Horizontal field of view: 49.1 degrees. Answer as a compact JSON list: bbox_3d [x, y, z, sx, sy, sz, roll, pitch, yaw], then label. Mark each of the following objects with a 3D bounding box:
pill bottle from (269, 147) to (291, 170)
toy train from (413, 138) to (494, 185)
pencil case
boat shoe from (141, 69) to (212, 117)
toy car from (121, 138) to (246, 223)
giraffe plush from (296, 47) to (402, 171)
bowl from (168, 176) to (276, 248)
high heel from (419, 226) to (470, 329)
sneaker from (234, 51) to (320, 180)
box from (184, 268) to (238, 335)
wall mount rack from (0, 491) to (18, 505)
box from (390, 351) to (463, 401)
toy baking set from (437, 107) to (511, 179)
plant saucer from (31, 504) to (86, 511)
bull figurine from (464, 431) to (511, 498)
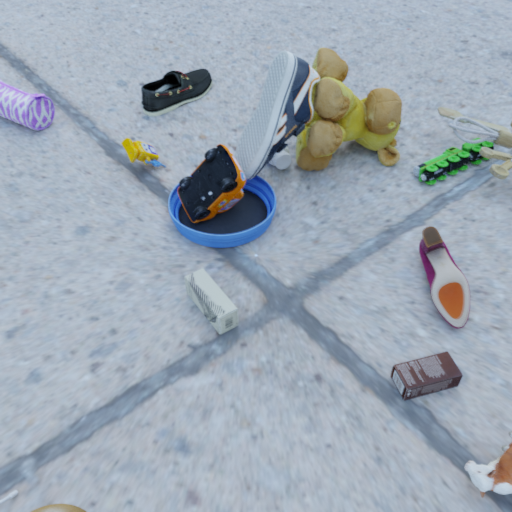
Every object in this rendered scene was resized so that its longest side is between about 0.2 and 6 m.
[{"bbox_3d":[0.394,-2.179,11.638,0.490,0.490,0.875,-17,48,-16],"label":"pill bottle"},{"bbox_3d":[4.049,-1.973,11.504,2.015,0.420,0.568,-23,39,-22],"label":"toy train"},{"bbox_3d":[-5.517,-3.536,12.766,2.011,0.860,0.844,25,30,21],"label":"pencil case"},{"bbox_3d":[-1.863,-4.087,13.502,0.790,0.677,2.159,31,50,29],"label":"boat shoe"},{"bbox_3d":[-1.225,-1.817,10.660,0.994,1.465,2.987,4,34,-51],"label":"toy car"},{"bbox_3d":[2.016,-2.785,11.482,2.174,2.313,2.680,7,8,-7],"label":"giraffe plush"},{"bbox_3d":[-0.621,-0.897,10.378,1.993,0.391,1.993,0,44,0],"label":"bowl"},{"bbox_3d":[3.055,0.412,9.034,0.590,0.841,1.750,-12,63,15],"label":"high heel"},{"bbox_3d":[0.429,-2.424,10.305,0.952,2.396,0.940,12,22,-34],"label":"sneaker"},{"bbox_3d":[-0.699,0.696,8.708,0.360,0.432,1.051,-26,48,-24],"label":"box"},{"bbox_3d":[-3.404,2.948,6.407,1.175,0.438,1.021,18,50,18],"label":"wall mount rack"},{"bbox_3d":[2.359,1.664,7.787,0.861,0.323,0.431,-12,45,-10],"label":"box"},{"bbox_3d":[5.185,-2.276,11.364,2.346,0.356,3.056,-8,49,-29],"label":"toy baking set"},{"bbox_3d":[-2.326,3.313,6.141,1.266,0.224,1.266,0,44,0],"label":"plant saucer"},{"bbox_3d":[3.184,2.440,6.519,1.388,0.452,0.842,-9,24,29],"label":"bull figurine"}]
